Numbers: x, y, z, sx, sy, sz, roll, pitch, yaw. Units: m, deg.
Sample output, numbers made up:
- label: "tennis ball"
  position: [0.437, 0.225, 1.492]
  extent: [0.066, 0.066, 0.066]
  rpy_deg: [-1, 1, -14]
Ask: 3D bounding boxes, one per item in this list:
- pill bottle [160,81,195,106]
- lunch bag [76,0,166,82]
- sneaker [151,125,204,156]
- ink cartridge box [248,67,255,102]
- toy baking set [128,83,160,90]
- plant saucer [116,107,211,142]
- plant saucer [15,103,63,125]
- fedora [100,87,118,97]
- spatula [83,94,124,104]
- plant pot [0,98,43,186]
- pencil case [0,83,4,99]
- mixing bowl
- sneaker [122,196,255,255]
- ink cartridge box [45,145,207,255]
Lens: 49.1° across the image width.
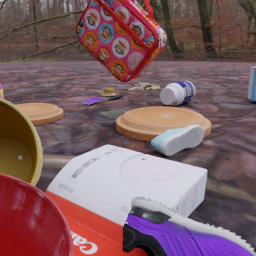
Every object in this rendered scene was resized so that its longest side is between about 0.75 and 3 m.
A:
- label: "pill bottle"
  position: [2.122, -1.473, 12.062]
  extent: [0.971, 0.971, 1.749]
  rpy_deg: [12, 20, 35]
- label: "lunch bag"
  position: [-0.160, -3.192, 9.195]
  extent: [2.825, 2.488, 1.157]
  rpy_deg: [46, 33, 8]
- label: "sneaker"
  position: [1.253, 0.203, 7.037]
  extent: [1.624, 0.600, 0.665]
  rpy_deg: [-13, 25, -38]
- label: "ink cartridge box"
  position: [6.637, -1.947, 12.544]
  extent: [2.125, 1.537, 1.565]
  rpy_deg: [5, 13, 17]
- label: "toy baking set"
  position: [0.991, -2.479, 16.775]
  extent: [2.066, 0.240, 1.585]
  rpy_deg: [-2, 17, -7]
- label: "plant saucer"
  position: [1.079, -0.219, 8.725]
  extent: [2.921, 0.471, 2.921]
  rpy_deg: [-1, 16, 0]
- label: "plant saucer"
  position: [-3.500, -0.544, 9.994]
  extent: [2.324, 0.375, 2.324]
  rpy_deg: [-1, 17, 0]
- label: "fedora"
  position: [-0.975, -1.866, 14.423]
  extent: [0.983, 0.401, 0.983]
  rpy_deg: [0, 16, 0]
- label: "spatula"
  position: [-1.059, -1.350, 12.933]
  extent: [0.651, 0.237, 2.302]
  rpy_deg: [12, 18, 43]
- label: "plant pot"
  position: [-2.139, 0.528, 4.418]
  extent: [1.819, 1.819, 1.291]
  rpy_deg: [-1, -11, -3]
- label: "pencil case"
  position: [-6.431, -1.308, 11.141]
  extent: [2.875, 1.271, 1.271]
  rpy_deg: [-5, 17, -9]
- label: "mixing bowl"
  position: [-1.470, 1.304, 2.101]
  extent: [1.983, 1.074, 1.983]
  rpy_deg: [11, 25, -5]
- label: "sneaker"
  position: [0.634, 1.425, 3.115]
  extent: [1.557, 0.541, 0.774]
  rpy_deg: [22, 59, 6]
- label: "ink cartridge box"
  position: [-0.332, 1.048, 4.168]
  extent: [2.156, 0.757, 2.653]
  rpy_deg: [12, 16, 35]
